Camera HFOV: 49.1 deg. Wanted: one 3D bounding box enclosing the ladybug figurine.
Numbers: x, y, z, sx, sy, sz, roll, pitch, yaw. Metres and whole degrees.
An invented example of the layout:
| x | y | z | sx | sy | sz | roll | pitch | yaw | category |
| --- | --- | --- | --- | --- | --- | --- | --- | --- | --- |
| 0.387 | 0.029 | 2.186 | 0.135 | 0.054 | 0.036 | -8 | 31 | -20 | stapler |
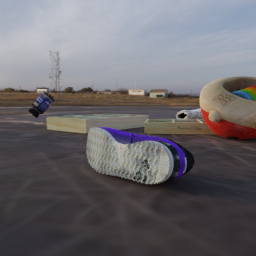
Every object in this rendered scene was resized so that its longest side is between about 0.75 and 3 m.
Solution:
| x | y | z | sx | sy | sz | roll | pitch | yaw | category |
| --- | --- | --- | --- | --- | --- | --- | --- | --- | --- |
| 2.510 | -0.427 | 6.047 | 2.571 | 0.925 | 1.745 | -16 | 39 | -35 | ladybug figurine |

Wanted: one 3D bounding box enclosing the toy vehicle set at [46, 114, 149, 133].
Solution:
| x | y | z | sx | sy | sz | roll | pitch | yaw | category |
| --- | --- | --- | --- | --- | --- | --- | --- | --- | --- |
| -0.808 | -0.179 | 8.255 | 1.647 | 0.351 | 2.650 | 4 | 7 | 39 | toy vehicle set |

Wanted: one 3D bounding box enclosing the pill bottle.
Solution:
| x | y | z | sx | sy | sz | roll | pitch | yaw | category |
| --- | --- | --- | --- | --- | --- | --- | --- | --- | --- |
| -3.253 | -0.857 | 10.487 | 0.535 | 0.956 | 0.535 | 38 | -10 | 8 | pill bottle |

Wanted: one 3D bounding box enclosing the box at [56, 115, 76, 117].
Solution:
| x | y | z | sx | sy | sz | roll | pitch | yaw | category |
| --- | --- | --- | --- | --- | --- | --- | --- | --- | --- |
| -1.936 | -0.342 | 10.392 | 1.180 | 0.272 | 0.938 | 1 | 5 | 8 | box |

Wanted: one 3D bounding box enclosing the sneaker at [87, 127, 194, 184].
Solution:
| x | y | z | sx | sy | sz | roll | pitch | yaw | category |
| --- | --- | --- | --- | --- | --- | --- | --- | --- | --- |
| 0.111 | 0.284 | 3.023 | 0.677 | 0.473 | 1.361 | 1 | 8 | -42 | sneaker |

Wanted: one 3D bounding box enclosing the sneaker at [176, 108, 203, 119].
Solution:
| x | y | z | sx | sy | sz | roll | pitch | yaw | category |
| --- | --- | --- | --- | --- | --- | --- | --- | --- | --- |
| 2.640 | -0.493 | 11.014 | 1.471 | 0.542 | 0.850 | -8 | 1 | 36 | sneaker |

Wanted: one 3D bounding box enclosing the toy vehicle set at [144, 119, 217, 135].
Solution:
| x | y | z | sx | sy | sz | roll | pitch | yaw | category |
| --- | --- | --- | --- | --- | --- | --- | --- | --- | --- |
| 1.518 | -0.047 | 7.222 | 2.123 | 0.281 | 1.319 | 1 | 5 | 6 | toy vehicle set |
